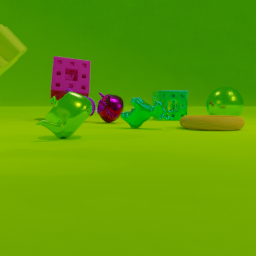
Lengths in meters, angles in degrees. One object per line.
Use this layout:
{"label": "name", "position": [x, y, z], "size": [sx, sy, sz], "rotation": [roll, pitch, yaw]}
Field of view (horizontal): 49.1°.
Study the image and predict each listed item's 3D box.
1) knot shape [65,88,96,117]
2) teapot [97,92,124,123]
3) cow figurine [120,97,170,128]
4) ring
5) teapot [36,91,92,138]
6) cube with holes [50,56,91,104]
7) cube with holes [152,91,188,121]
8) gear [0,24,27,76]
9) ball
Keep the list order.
{"label": "knot shape", "position": [-1.675, -0.837, 9.258], "size": [1.216, 0.562, 1.138], "rotation": [29, 10, 2]}
{"label": "teapot", "position": [-0.632, -0.701, 8.983], "size": [0.744, 0.944, 1.519], "rotation": [30, 21, -31]}
{"label": "cow figurine", "position": [0.447, -0.316, 6.823], "size": [1.012, 1.029, 0.565], "rotation": [42, 20, 10]}
{"label": "ring", "position": [2.050, -0.141, 6.891], "size": [1.538, 0.308, 1.538], "rotation": [0, 5, 0]}
{"label": "teapot", "position": [-1.094, -0.258, 4.879], "size": [0.869, 0.684, 1.398], "rotation": [-41, 11, 31]}
{"label": "cube with holes", "position": [-2.276, -1.771, 10.999], "size": [1.382, 1.382, 1.382], "rotation": [4, -18, -15]}
{"label": "cube with holes", "position": [1.575, -0.856, 10.751], "size": [1.094, 1.094, 1.094], "rotation": [-1, 5, -7]}
{"label": "gear", "position": [-1.794, -0.377, 2.895], "size": [1.686, 0.312, 1.686], "rotation": [-35, 23, 17]}
{"label": "ball", "position": [3.145, -0.756, 9.123], "size": [1.176, 1.176, 1.176], "rotation": [0, 5, 0]}
